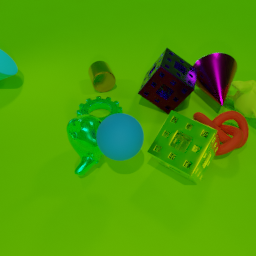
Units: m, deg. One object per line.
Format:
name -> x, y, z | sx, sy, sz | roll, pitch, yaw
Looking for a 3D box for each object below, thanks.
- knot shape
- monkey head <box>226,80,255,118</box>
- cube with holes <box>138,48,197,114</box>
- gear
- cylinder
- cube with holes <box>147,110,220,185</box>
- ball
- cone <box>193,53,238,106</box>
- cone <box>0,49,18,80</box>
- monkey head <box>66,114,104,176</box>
knot shape -> 2.464, 0.150, 7.363 | 1.592, 0.736, 1.490 | 13, 39, 4
monkey head -> 3.475, -0.852, 8.259 | 1.276, 1.069, 1.774 | 5, 30, -24
cube with holes -> 1.225, -1.427, 8.569 | 1.192, 1.192, 1.192 | 33, 43, -10
gear -> -0.859, -0.459, 8.524 | 1.354, 0.250, 1.354 | 0, 43, 0
cylinder -> -0.899, -1.766, 9.585 | 0.800, 0.800, 0.800 | -11, 43, -12
cube with holes -> 1.334, 0.476, 6.520 | 1.115, 1.115, 1.115 | 27, 82, 28
ball -> -0.162, 0.187, 5.818 | 0.981, 0.981, 0.981 | 0, 42, 0
cone -> 2.771, -1.239, 8.673 | 1.516, 1.516, 1.521 | 0, 52, 0
cone -> -4.788, -1.816, 9.443 | 1.458, 1.463, 1.458 | 40, 22, -19
monkey head -> -1.066, 0.373, 6.822 | 1.159, 1.923, 1.383 | 40, 85, 5
